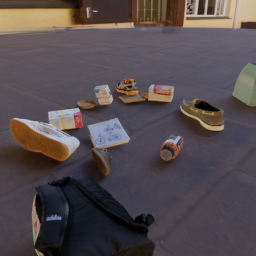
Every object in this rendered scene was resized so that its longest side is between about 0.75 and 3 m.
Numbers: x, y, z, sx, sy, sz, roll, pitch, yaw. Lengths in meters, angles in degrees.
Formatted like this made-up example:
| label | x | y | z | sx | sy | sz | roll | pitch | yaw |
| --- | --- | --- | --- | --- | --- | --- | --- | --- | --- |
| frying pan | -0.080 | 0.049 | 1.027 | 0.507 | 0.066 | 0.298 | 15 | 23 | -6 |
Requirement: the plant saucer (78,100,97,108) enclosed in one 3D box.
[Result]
| label | x | y | z | sx | sy | sz | roll | pitch | yaw |
| --- | --- | --- | --- | --- | --- | --- | --- | --- | --- |
| plant saucer | -1.843 | -1.072 | 12.704 | 0.873 | 0.155 | 0.873 | 0 | 25 | 0 |

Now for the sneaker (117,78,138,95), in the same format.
| label | x | y | z | sx | sy | sz | roll | pitch | yaw |
| --- | --- | --- | --- | --- | --- | --- | --- | --- | --- |
| sneaker | -0.035 | -2.176 | 14.244 | 0.754 | 0.744 | 1.926 | -14 | 20 | -23 |

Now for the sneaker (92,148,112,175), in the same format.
| label | x | y | z | sx | sy | sz | roll | pitch | yaw |
| --- | --- | --- | --- | --- | --- | --- | --- | --- | --- |
| sneaker | -0.667 | 0.896 | 8.201 | 0.491 | 0.458 | 1.299 | -9 | 27 | -22 |

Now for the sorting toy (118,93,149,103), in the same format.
| label | x | y | z | sx | sy | sz | roll | pitch | yaw |
| --- | --- | --- | --- | --- | --- | --- | --- | --- | --- |
| sorting toy | 0.377 | -1.425 | 13.454 | 1.450 | 0.194 | 1.080 | -9 | 22 | -18 |

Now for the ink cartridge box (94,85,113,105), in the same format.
| label | x | y | z | sx | sy | sz | roll | pitch | yaw |
| --- | --- | --- | --- | --- | --- | --- | --- | --- | --- |
| ink cartridge box | -1.100 | -1.501 | 12.667 | 0.591 | 0.815 | 0.341 | -4 | 38 | 22 |

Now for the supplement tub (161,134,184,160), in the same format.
| label | x | y | z | sx | sy | sz | roll | pitch | yaw |
| --- | --- | --- | --- | --- | --- | --- | --- | --- | --- |
| supplement tub | 1.348 | 0.613 | 8.707 | 0.548 | 0.548 | 1.025 | 12 | 29 | 23 |

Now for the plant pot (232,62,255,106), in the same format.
| label | x | y | z | sx | sy | sz | roll | pitch | yaw |
| --- | --- | --- | --- | --- | --- | --- | --- | --- | --- |
| plant pot | 6.201 | -2.147 | 13.148 | 1.697 | 1.728 | 1.692 | -4 | 26 | -9 |

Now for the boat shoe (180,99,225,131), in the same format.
| label | x | y | z | sx | sy | sz | roll | pitch | yaw |
| --- | --- | --- | --- | --- | --- | --- | --- | --- | --- |
| boat shoe | 2.964 | -0.743 | 11.281 | 0.921 | 0.771 | 2.578 | -9 | 27 | -18 |

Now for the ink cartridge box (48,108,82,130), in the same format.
| label | x | y | z | sx | sy | sz | roll | pitch | yaw |
| --- | --- | --- | --- | --- | --- | --- | --- | --- | --- |
| ink cartridge box | -2.406 | -0.333 | 10.695 | 1.203 | 0.502 | 0.873 | -9 | 25 | -14 |

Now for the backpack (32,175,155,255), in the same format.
| label | x | y | z | sx | sy | sz | roll | pitch | yaw |
| --- | --- | --- | --- | --- | --- | --- | --- | --- | --- |
| backpack | -0.879 | 1.856 | 4.999 | 1.941 | 1.472 | 2.326 | -3 | 22 | -34 |

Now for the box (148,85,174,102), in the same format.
| label | x | y | z | sx | sy | sz | roll | pitch | yaw |
| --- | --- | --- | --- | --- | --- | --- | --- | --- | --- |
| box | 1.588 | -1.676 | 13.450 | 1.104 | 0.602 | 0.706 | 7 | 26 | 14 |

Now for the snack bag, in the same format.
| label | x | y | z | sx | sy | sz | roll | pitch | yaw |
| --- | --- | --- | --- | --- | --- | --- | --- | --- | --- |
| snack bag | -0.721 | 0.185 | 9.659 | 1.212 | 0.138 | 1.285 | -15 | 43 | -16 |

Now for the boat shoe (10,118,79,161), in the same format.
| label | x | y | z | sx | sy | sz | roll | pitch | yaw |
| --- | --- | --- | --- | --- | --- | --- | --- | --- | --- |
| boat shoe | -2.716 | 0.267 | 9.098 | 2.583 | 0.915 | 0.895 | 23 | 32 | 22 |
